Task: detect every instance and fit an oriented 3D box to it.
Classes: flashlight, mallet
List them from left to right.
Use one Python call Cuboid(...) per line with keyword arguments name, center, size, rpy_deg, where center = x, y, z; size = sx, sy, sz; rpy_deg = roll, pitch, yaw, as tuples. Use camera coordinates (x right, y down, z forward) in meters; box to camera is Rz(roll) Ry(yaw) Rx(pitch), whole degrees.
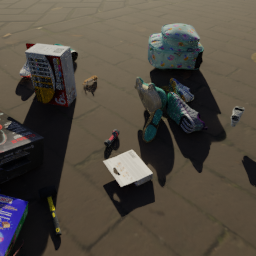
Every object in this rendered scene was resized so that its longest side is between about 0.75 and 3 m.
Cuboid(name="mallet", center=(-2.161, 2.266, 7.703), size=(0.528, 0.330, 1.602), rpy_deg=(-10, 43, -13))
Cuboid(name="flashlight", center=(-0.594, 0.347, 10.141), size=(0.268, 0.269, 0.791), rpy_deg=(21, 41, 21))

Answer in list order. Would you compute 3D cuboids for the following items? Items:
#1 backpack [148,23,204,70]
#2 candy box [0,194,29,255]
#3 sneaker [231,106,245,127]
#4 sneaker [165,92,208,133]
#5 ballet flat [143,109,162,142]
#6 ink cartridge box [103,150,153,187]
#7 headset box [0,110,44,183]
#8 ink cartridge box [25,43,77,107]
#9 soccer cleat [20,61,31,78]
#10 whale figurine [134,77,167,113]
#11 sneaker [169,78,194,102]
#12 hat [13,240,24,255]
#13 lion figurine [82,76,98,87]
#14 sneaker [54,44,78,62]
Cuboid(name="backpack", center=(2.360, -4.175, 14.547), size=(2.702, 2.072, 2.376), rpy_deg=(-7, 44, 0))
Cuboid(name="candy box", center=(-3.388, 2.439, 6.949), size=(1.312, 0.598, 1.552), rpy_deg=(17, 40, -6))
Cuboid(name="sneaker", center=(4.002, -0.435, 10.318), size=(0.377, 0.407, 1.004), rpy_deg=(21, 49, 26))
Cuboid(name="sneaker", center=(2.251, -0.597, 11.111), size=(0.976, 0.829, 2.229), rpy_deg=(2, 43, -25))
Cuboid(name="ballet flat", center=(0.872, -0.064, 10.452), size=(0.466, 0.507, 1.478), rpy_deg=(-19, 37, 57))
Cuboid(name="ink cartridge box", center=(-0.019, 1.327, 8.872), size=(1.120, 0.284, 1.271), rpy_deg=(-20, 42, -22))
Cuboid(name="headset box", center=(-4.242, 0.600, 8.779), size=(2.946, 1.105, 2.189), rpy_deg=(27, 31, 30))
Cuboid(name="ink cartridge box", center=(-3.378, -2.222, 11.746), size=(2.051, 2.336, 0.980), rpy_deg=(9, 40, 13))
Cuboid(name="soccer cleat", center=(-4.807, -3.390, 14.291), size=(0.842, 1.045, 2.453), rpy_deg=(10, 39, 12))
Cuboid(name="whale figurine", center=(0.928, -1.409, 11.449), size=(0.860, 1.319, 1.658), rpy_deg=(-26, 63, -25))
Cuboid(name="sneaker", center=(2.378, -1.664, 12.555), size=(0.698, 0.596, 1.584), rpy_deg=(-5, 47, -19))
Cuboid(name="hat", center=(-2.820, 3.304, 6.399), size=(1.087, 0.900, 0.957), rpy_deg=(-13, -1, -25))
Cuboid(name="lion figurine", center=(-1.846, -2.285, 13.482), size=(0.879, 0.319, 0.538), rpy_deg=(-19, 30, -15))
Cuboid(name="sneaker", center=(-3.895, -3.914, 15.051), size=(1.291, 0.894, 2.138), rpy_deg=(31, 40, 27))
